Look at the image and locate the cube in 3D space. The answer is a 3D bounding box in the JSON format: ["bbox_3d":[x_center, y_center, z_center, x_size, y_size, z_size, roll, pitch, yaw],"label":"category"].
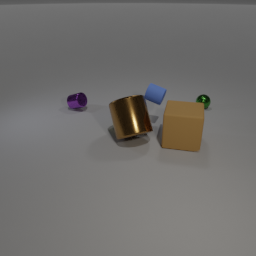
[{"bbox_3d":[2.065,-0.105,10.522,1.400,1.400,1.400,6,28,12],"label":"cube"}]

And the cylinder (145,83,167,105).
[{"bbox_3d":[1.116,-1.378,11.403,0.700,0.700,0.700,24,32,10],"label":"cylinder"}]

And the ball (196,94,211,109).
[{"bbox_3d":[3.638,-1.276,13.546,0.700,0.700,0.700,0,28,0],"label":"ball"}]

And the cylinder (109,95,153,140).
[{"bbox_3d":[0.103,-0.383,10.532,1.400,1.400,1.400,-14,-4,-1],"label":"cylinder"}]

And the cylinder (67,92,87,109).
[{"bbox_3d":[-2.412,-1.291,13.290,0.700,0.700,0.700,-7,20,36],"label":"cylinder"}]
